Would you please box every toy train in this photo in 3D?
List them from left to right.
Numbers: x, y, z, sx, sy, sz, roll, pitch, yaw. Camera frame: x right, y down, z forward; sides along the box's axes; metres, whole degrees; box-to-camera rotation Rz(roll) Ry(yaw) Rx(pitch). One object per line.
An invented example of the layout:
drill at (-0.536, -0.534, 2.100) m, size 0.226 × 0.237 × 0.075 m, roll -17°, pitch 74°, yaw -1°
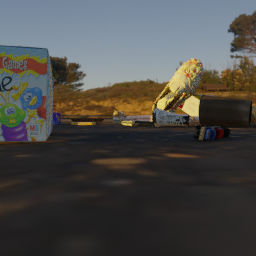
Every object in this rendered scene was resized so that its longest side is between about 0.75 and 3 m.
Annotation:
toy train at (1.359, 0.075, 4.428) m, size 0.292 × 0.217 × 1.274 m, roll 16°, pitch 10°, yaw 34°

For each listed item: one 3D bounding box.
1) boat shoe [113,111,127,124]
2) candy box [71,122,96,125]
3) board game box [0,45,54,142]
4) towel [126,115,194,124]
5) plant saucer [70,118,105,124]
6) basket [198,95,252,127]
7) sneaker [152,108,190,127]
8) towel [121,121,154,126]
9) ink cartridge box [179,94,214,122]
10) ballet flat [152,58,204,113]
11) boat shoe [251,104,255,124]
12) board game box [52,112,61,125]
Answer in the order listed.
boat shoe at (-0.378, -0.545, 14.203) m, size 0.678 × 0.620 × 1.814 m, roll 0°, pitch 2°, yaw 3°
candy box at (-1.816, -0.181, 11.500) m, size 0.896 × 0.118 × 0.458 m, roll 0°, pitch 5°, yaw 15°
board game box at (-1.941, -0.487, 4.725) m, size 1.280 × 1.258 × 2.442 m, roll 1°, pitch 2°, yaw -13°
towel at (1.444, -0.369, 12.973) m, size 2.355 × 0.380 × 2.250 m, roll -1°, pitch 1°, yaw -40°
plant saucer at (-1.875, -0.327, 13.049) m, size 1.587 × 0.290 × 1.587 m, roll 1°, pitch 3°, yaw 0°
basket at (3.342, -0.546, 9.550) m, size 1.560 × 1.061 × 1.407 m, roll 6°, pitch -15°, yaw 29°
sneaker at (1.507, -0.358, 9.382) m, size 0.978 × 0.641 × 1.700 m, roll -1°, pitch -1°, yaw 30°
towel at (0.510, -0.159, 10.751) m, size 1.205 × 0.216 × 1.251 m, roll 2°, pitch -1°, yaw -23°
ink cartridge box at (3.732, -1.045, 13.601) m, size 2.166 × 0.908 × 1.901 m, roll -3°, pitch 32°, yaw -42°
ballet flat at (1.768, -1.303, 10.403) m, size 0.916 × 1.084 × 2.867 m, roll -27°, pitch -23°, yaw -40°
boat shoe at (4.686, -0.382, 9.734) m, size 0.946 × 0.890 × 2.484 m, roll -15°, pitch -16°, yaw 40°
board game box at (-3.807, -0.414, 12.207) m, size 1.547 × 0.515 × 2.301 m, roll 0°, pitch 2°, yaw -9°
